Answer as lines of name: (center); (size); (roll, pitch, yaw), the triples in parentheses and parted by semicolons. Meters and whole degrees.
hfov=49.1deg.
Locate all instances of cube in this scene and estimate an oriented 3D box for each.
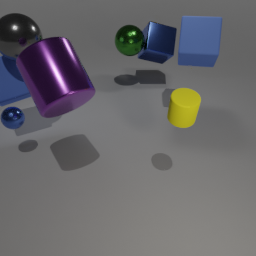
cube: (2.644, -3.191, 10.485); (1.400, 1.400, 1.400); (6, -4, 10)
cube: (-3.995, -1.661, 9.623); (1.400, 1.400, 1.400); (-23, 8, -19)
cube: (1.397, -4.110, 13.664); (1.400, 1.400, 1.400); (9, -6, -14)

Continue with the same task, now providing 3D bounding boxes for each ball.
ball: (-3.539, -0.307, 8.608); (0.700, 0.700, 0.700); (0, 33, 0)
ball: (0.076, -4.046, 12.987); (1.400, 1.400, 1.400); (0, 33, 0)
ball: (-3.288, -2.699, 8.416); (1.400, 1.400, 1.400); (0, 33, 0)

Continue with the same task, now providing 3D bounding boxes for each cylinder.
cylinder: (-1.686, -1.160, 6.620); (1.400, 1.400, 1.400); (-24, 83, -32)
cylinder: (1.333, -0.483, 6.740); (0.700, 0.700, 0.700); (1, 47, -1)
